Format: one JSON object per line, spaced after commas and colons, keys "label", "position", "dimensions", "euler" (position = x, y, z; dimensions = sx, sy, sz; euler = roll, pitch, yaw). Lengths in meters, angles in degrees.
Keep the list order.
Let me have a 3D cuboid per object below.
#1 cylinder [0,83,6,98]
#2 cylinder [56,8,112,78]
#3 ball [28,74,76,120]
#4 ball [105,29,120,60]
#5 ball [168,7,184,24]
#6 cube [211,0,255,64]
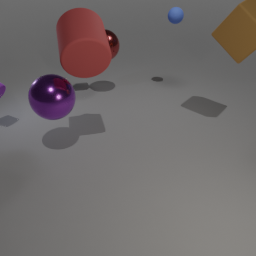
{"label": "cylinder", "position": [-4.884, -1.421, 10.000], "dimensions": [0.700, 0.700, 0.700], "euler": [34, 35, -2]}
{"label": "cylinder", "position": [-1.272, -2.392, 7.944], "dimensions": [1.400, 1.400, 1.400], "euler": [-7, 56, -12]}
{"label": "ball", "position": [-2.313, -0.941, 8.573], "dimensions": [1.400, 1.400, 1.400], "euler": [0, 31, 0]}
{"label": "ball", "position": [-1.080, -3.752, 12.730], "dimensions": [1.400, 1.400, 1.400], "euler": [0, 31, 0]}
{"label": "ball", "position": [2.114, -4.982, 12.411], "dimensions": [0.700, 0.700, 0.700], "euler": [0, 31, 0]}
{"label": "cube", "position": [3.981, -3.302, 9.332], "dimensions": [1.400, 1.400, 1.400], "euler": [49, 56, 4]}
